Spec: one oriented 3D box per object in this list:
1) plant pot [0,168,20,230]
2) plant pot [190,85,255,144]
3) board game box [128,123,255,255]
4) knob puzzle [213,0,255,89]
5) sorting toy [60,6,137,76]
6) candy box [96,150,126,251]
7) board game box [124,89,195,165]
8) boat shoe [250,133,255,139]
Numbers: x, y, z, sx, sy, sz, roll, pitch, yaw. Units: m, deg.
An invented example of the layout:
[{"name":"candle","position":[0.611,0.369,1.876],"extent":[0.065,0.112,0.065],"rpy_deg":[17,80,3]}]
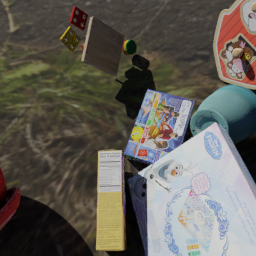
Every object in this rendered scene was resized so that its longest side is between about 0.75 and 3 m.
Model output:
[{"name":"plant pot","position":[-3.518,1.369,5.537],"extent":[2.232,2.232,2.032],"rpy_deg":[-38,105,-17]},{"name":"plant pot","position":[2.243,-0.186,6.658],"extent":[1.339,1.425,1.425],"rpy_deg":[-26,63,-41]},{"name":"board game box","position":[1.275,1.591,5.465],"extent":[2.496,0.544,2.508],"rpy_deg":[-38,48,29]},{"name":"knob puzzle","position":[3.234,-2.081,7.240],"extent":[2.870,2.870,0.398],"rpy_deg":[44,49,19]},{"name":"sorting toy","position":[-0.818,-2.235,7.756],"extent":[0.435,2.570,1.239],"rpy_deg":[8,85,43]},{"name":"candy box","position":[-0.339,1.595,6.102],"extent":[0.561,1.159,1.986],"rpy_deg":[-1,66,2]},{"name":"board game box","position":[0.832,0.027,7.215],"extent":[1.309,0.333,1.935],"rpy_deg":[17,71,13]},{"name":"boat shoe","position":[3.835,0.323,7.217],"extent":[1.418,0.505,0.457],"rpy_deg":[23,80,11]}]
